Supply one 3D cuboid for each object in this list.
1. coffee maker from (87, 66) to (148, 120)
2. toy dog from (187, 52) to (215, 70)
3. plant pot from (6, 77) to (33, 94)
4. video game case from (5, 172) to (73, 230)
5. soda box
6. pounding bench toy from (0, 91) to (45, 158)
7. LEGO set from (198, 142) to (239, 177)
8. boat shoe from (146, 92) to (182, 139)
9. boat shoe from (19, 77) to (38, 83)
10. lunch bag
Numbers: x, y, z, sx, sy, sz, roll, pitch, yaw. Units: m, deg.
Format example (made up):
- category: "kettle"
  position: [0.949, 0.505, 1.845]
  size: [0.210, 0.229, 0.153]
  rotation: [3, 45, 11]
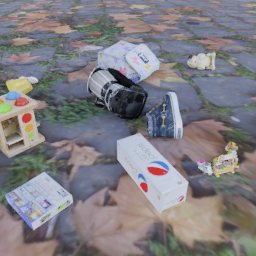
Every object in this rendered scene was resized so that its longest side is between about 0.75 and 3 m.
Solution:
- category: "coffee maker"
  position: [-0.232, -1.511, 11.473]
  size: [2.255, 1.581, 2.348]
  rotation: [-17, 38, -25]
- category: "toy dog"
  position: [3.948, -3.685, 15.340]
  size: [1.360, 0.949, 1.319]
  rotation: [-4, 26, -3]
- category: "plant pot"
  position: [-4.710, -1.791, 12.294]
  size: [0.857, 0.911, 0.911]
  rotation: [-27, 39, -7]
- category: "video game case"
  position: [-2.372, 1.893, 7.491]
  size: [1.346, 0.306, 1.220]
  rotation: [28, 43, 35]
- category: "soda box"
  position: [0.601, 1.205, 8.083]
  size: [0.858, 0.802, 2.520]
  rotation: [-17, 37, -23]
- category: "pounding bench toy"
  position: [-4.161, -0.095, 9.202]
  size: [1.364, 1.713, 2.196]
  rotation: [28, 43, 35]
- category: "LEGO set"
  position: [3.074, 0.839, 8.711]
  size: [1.904, 0.709, 0.876]
  rotation: [-26, 42, -33]
- category: "boat shoe"
  position: [1.269, -0.572, 10.610]
  size: [1.225, 0.955, 2.698]
  rotation: [-1, 33, 2]
- category: "boat shoe"
  position: [-4.954, -2.311, 13.792]
  size: [1.032, 0.372, 0.354]
  rotation: [10, 50, 11]
- category: "lunch bag"
  position: [0.102, -3.308, 14.170]
  size: [2.569, 1.633, 2.178]
  rotation: [25, 42, 22]
